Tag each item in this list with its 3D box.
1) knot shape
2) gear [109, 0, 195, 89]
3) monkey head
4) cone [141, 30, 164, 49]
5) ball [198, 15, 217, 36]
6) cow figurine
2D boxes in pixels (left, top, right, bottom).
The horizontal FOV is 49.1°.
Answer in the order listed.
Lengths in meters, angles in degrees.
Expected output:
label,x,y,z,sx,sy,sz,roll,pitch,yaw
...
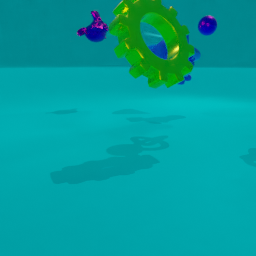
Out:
label,x,y,z,sx,sy,sz,roll,pitch,yaw
knot shape,1.389,-2.094,7.333,0.611,1.238,1.323,-24,-21,6
gear,0.539,-1.759,5.619,1.923,1.923,0.356,-11,-8,-38
monkey head,-1.375,-4.145,11.579,1.574,1.132,0.948,-13,-12,-47
cone,1.361,-3.433,11.335,1.323,1.318,1.318,-6,11,21
ball,2.979,-3.836,10.496,0.713,0.713,0.713,0,13,0
cow figurine,1.494,-2.343,9.994,0.850,1.548,1.523,-30,35,-29
